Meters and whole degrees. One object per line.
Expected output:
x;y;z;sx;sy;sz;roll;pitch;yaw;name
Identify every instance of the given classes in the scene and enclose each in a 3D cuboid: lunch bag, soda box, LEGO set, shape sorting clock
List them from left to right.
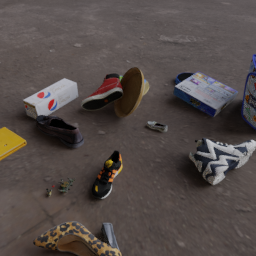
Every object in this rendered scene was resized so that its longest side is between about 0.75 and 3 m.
-3.451;-1.354;12.786;0.853;0.797;2.503;23;44;27;soda box
-2.131;1.927;9.049;0.966;0.274;0.628;-15;36;1;LEGO set
-0.091;-1.931;13.811;2.276;0.447;2.276;-3;40;3;shape sorting clock
5.696;-1.458;11.628;1.722;2.364;2.781;5;39;15;lunch bag

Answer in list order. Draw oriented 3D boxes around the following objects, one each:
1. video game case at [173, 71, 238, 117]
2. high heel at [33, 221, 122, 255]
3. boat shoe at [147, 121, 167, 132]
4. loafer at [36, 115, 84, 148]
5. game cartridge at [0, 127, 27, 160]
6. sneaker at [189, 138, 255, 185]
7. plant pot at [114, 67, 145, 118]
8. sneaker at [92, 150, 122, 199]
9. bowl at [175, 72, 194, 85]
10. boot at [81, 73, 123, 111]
3.647;-1.650;13.200;2.274;0.517;2.061;36;51;27;video game case
-1.239;3.121;6.955;2.150;0.768;1.533;-1;30;-16;high heel
1.207;-0.108;11.576;0.927;0.297;0.342;24;43;27;boat shoe
-2.750;-0.095;11.140;2.557;0.805;0.919;26;45;30;loafer
-4.879;0.598;10.747;1.484;0.241;1.308;24;44;32;game cartridge
3.218;0.762;9.855;2.494;0.995;1.623;-31;55;-20;sneaker
0.078;-1.500;12.074;0.310;2.256;2.256;16;29;-30;plant pot
-0.696;1.457;9.134;0.619;0.796;1.769;13;40;17;sneaker
3.192;-2.524;14.736;1.393;0.273;1.393;0;37;0;bowl
-1.234;-1.698;12.745;2.025;0.733;1.461;-22;51;12;boot
